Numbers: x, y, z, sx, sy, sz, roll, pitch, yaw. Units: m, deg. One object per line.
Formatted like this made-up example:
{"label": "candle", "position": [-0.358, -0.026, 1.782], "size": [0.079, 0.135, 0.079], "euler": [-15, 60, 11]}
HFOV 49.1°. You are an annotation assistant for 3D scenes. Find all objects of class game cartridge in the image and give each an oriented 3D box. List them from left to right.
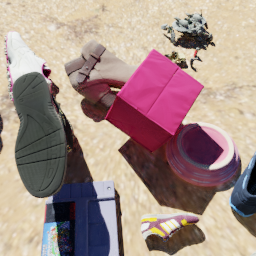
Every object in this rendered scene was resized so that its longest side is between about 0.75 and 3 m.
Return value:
{"label": "game cartridge", "position": [-0.994, 2.292, 5.862], "size": [1.580, 0.468, 2.437], "euler": [-2, 53, -7]}

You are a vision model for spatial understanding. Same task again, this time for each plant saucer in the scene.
{"label": "plant saucer", "position": [1.922, 0.542, 7.150], "size": [1.880, 0.476, 1.880], "euler": [0, 53, 0]}

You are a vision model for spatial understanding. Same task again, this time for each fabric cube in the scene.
{"label": "fabric cube", "position": [0.583, -0.606, 6.883], "size": [1.580, 1.550, 1.574], "euler": [36, 67, -2]}

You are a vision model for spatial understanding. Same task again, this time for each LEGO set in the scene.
{"label": "LEGO set", "position": [2.168, -3.421, 9.957], "size": [1.906, 0.832, 2.935], "euler": [1, 52, 1]}

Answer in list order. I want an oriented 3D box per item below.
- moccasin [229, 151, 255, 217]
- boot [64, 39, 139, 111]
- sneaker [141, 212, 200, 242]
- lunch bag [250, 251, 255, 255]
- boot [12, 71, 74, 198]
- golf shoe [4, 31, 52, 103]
{"label": "moccasin", "position": [3.418, 0.936, 6.546], "size": [1.106, 0.937, 2.748], "euler": [30, 58, 21]}
{"label": "boot", "position": [-0.486, -1.821, 8.287], "size": [2.596, 0.912, 1.898], "euler": [-39, 89, -17]}
{"label": "sneaker", "position": [0.910, 2.131, 5.988], "size": [1.261, 0.473, 0.568], "euler": [-4, 61, 4]}
{"label": "lunch bag", "position": [3.232, 2.850, 4.693], "size": [2.691, 1.582, 2.207], "euler": [-29, 58, -15]}
{"label": "boot", "position": [-1.672, 0.361, 6.296], "size": [0.993, 2.078, 2.751], "euler": [-17, 64, -2]}
{"label": "golf shoe", "position": [-3.175, -1.965, 8.842], "size": [1.334, 1.098, 2.915], "euler": [-8, 57, -21]}
